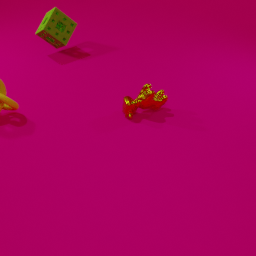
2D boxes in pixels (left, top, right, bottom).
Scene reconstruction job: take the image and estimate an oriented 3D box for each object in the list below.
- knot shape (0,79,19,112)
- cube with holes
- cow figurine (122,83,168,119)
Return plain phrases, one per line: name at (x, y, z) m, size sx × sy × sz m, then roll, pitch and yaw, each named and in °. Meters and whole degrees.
knot shape at (-3.444, -0.803, 7.134) m, size 1.150 × 1.076 × 0.531 m, roll -7°, pitch 32°, yaw 10°
cube with holes at (-2.490, -3.434, 9.715) m, size 0.888 × 0.888 × 0.888 m, roll 10°, pitch 73°, yaw 55°
cow figurine at (0.400, -0.650, 7.399) m, size 1.059 × 1.042 × 0.581 m, roll 16°, pitch 36°, yaw -35°
